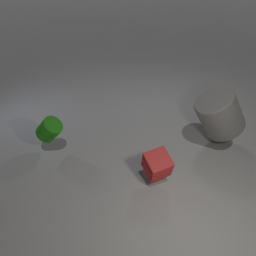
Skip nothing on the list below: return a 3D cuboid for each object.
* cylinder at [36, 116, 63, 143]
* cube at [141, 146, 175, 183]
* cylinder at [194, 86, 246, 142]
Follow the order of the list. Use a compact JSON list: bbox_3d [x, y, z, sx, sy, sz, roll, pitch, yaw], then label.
[{"bbox_3d":[-2.682,0.044,9.545,0.700,0.700,0.700,25,45,-28],"label":"cylinder"},{"bbox_3d":[0.856,1.066,8.211,0.700,0.700,0.700,-18,59,-15],"label":"cube"},{"bbox_3d":[3.174,-0.482,9.689,1.400,1.400,1.400,-24,34,17],"label":"cylinder"}]
